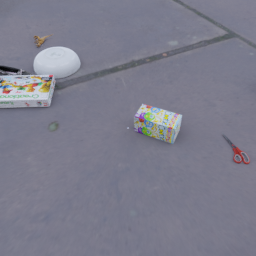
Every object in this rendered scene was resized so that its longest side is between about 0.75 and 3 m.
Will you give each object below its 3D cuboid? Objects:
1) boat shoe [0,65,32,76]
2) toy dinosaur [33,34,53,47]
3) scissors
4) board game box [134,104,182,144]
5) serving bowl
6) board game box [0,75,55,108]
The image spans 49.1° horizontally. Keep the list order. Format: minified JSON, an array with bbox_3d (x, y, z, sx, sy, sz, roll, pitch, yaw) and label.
[{"bbox_3d":[-4.181,-2.016,10.260,1.419,0.404,0.474,8,46,8],"label":"boat shoe"},{"bbox_3d":[-3.787,-3.847,12.229,0.563,0.320,1.059,28,55,-4],"label":"toy dinosaur"},{"bbox_3d":[3.058,0.550,7.955,0.440,0.084,1.204,-6,44,-2],"label":"scissors"},{"bbox_3d":[0.870,-0.136,8.225,1.236,0.636,0.648,18,48,17],"label":"board game box"},{"bbox_3d":[-2.753,-2.628,10.747,1.787,0.588,1.787,1,46,-1],"label":"serving bowl"},{"bbox_3d":[-3.670,-1.257,9.517,2.162,0.374,1.365,-2,46,-2],"label":"board game box"}]
